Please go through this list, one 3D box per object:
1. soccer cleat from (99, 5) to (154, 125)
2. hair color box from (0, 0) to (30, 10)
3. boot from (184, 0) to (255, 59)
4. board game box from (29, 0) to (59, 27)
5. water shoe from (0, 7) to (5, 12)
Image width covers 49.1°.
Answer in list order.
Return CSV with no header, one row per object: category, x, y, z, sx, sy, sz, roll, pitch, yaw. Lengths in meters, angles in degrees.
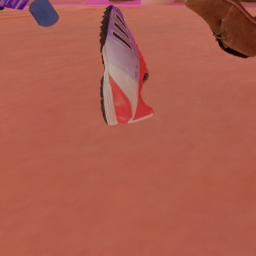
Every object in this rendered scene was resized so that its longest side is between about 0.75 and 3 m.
soccer cleat,-0.034,-0.805,3.434,0.588,0.548,1.607,-4,69,2
hair color box,-3.535,-3.639,6.522,2.245,1.227,0.728,-11,-8,-44
boot,2.226,-2.367,6.462,2.354,0.888,0.866,21,6,-17
board game box,-2.939,-3.977,9.769,0.809,1.024,0.199,-36,7,-19
water shoe,-3.836,-3.719,8.061,0.271,0.758,0.299,-36,5,-21
